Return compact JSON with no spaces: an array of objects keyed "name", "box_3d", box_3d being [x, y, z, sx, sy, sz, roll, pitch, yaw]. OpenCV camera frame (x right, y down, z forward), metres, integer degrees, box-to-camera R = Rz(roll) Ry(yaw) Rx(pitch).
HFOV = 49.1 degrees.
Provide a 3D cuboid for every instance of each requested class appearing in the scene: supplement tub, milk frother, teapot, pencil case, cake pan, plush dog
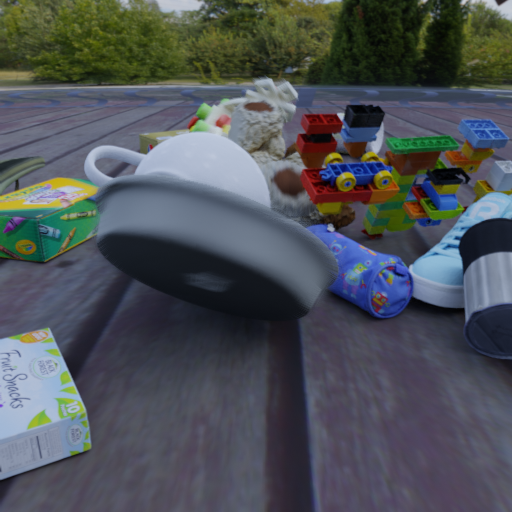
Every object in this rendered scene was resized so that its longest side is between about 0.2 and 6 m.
[{"name":"supplement tub","box_3d":[2.877,-3.673,16.928,1.663,1.205,1.205,12,24,29]},{"name":"milk frother","box_3d":[3.002,0.170,5.990,1.348,1.493,1.405,15,44,2]},{"name":"teapot","box_3d":[-0.999,-0.628,7.654,2.204,2.176,1.610,-6,15,31]},{"name":"pencil case","box_3d":[1.225,0.134,7.453,0.734,0.817,1.881,16,10,-35]},{"name":"cake pan","box_3d":[-0.493,0.056,6.010,2.712,0.497,2.712,15,-20,6]},{"name":"plush dog","box_3d":[0.544,-1.183,10.061,2.293,2.142,2.670,6,45,-31]}]

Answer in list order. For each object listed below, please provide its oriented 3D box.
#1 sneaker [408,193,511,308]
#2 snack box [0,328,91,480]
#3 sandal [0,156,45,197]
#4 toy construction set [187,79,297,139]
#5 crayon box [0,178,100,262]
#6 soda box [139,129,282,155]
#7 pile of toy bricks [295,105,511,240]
[{"name":"sneaker","box_3d":[3.031,-0.241,7.811,1.120,1.241,3.029,17,27,39]},{"name":"snack box","box_3d":[-2.241,1.275,4.942,1.169,0.435,1.643,-11,24,-27]},{"name":"sandal","box_3d":[-5.033,-0.942,10.292,1.307,0.939,3.291,-2,36,18]},{"name":"toy construction set","box_3d":[-0.659,-2.525,11.805,2.371,1.666,3.617,-34,16,51]},{"name":"crayon box","box_3d":[-3.545,-0.709,9.712,1.512,0.742,2.547,6,21,17]},{"name":"soda box","box_3d":[-1.054,-2.550,13.976,3.507,1.188,1.122,-14,25,-31]},{"name":"pile of toy bricks","box_3d":[2.363,-1.040,9.150,3.963,1.956,2.199,-4,46,-17]}]
